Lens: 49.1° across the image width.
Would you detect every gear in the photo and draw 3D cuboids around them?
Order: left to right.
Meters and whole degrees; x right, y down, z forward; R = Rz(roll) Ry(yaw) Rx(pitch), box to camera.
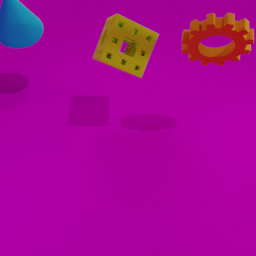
[{"bbox_3d":[2.141,-2.087,6.802,1.644,1.644,0.304,6,71,6],"label":"gear"}]

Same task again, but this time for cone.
[{"bbox_3d":[-3.476,-3.521,8.476,1.537,1.543,1.537,3,66,-6],"label":"cone"}]

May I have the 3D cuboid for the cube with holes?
[{"bbox_3d":[-0.115,-2.219,7.678,1.210,1.210,1.210,19,10,-20],"label":"cube with holes"}]
